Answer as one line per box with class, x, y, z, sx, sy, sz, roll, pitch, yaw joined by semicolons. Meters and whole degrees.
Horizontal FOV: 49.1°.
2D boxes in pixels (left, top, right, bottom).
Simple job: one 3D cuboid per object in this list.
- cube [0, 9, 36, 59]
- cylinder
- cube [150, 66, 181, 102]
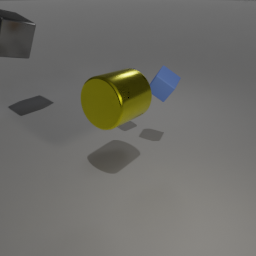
cube;-4.582;-3.570;10.579;1.400;1.400;1.400;34;27;27
cylinder;-0.300;-0.802;7.515;1.400;1.400;1.400;19;29;31
cube;1.136;-1.414;8.969;0.700;0.700;0.700;35;47;-3
